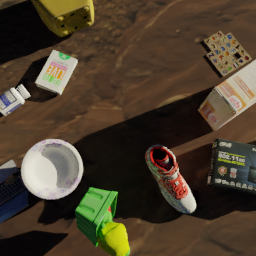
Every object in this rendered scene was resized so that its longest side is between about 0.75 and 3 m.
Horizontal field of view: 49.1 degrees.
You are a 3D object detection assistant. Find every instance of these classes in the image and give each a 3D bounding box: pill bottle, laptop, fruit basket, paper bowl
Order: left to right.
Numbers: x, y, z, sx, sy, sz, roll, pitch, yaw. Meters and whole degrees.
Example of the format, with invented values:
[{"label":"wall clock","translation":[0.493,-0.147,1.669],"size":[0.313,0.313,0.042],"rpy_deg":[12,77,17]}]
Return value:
[{"label":"laptop","translation":[-4.432,2.271,9.395],"size":[1.842,1.140,1.967],"rpy_deg":[-32,78,-9]},{"label":"pill bottle","translation":[-4.324,-1.070,10.479],"size":[1.193,0.714,0.714],"rpy_deg":[-37,78,-9]},{"label":"paper bowl","translation":[-2.547,1.363,9.372],"size":[1.935,1.006,1.935],"rpy_deg":[2,83,-18]},{"label":"fruit basket","translation":[-0.589,2.842,8.195],"size":[1.965,1.965,1.417],"rpy_deg":[28,54,7]}]

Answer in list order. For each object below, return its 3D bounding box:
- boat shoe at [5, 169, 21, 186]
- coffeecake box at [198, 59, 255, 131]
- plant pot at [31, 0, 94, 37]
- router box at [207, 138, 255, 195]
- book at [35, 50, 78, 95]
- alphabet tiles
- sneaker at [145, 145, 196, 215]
[{"label":"boat shoe","translation":[-4.038,1.719,9.876],"size":[0.771,0.293,0.276],"rpy_deg":[-43,80,-11]},{"label":"coffeecake box","translation":[4.153,-1.375,9.743],"size":[2.975,2.284,1.087],"rpy_deg":[-34,78,-8]},{"label":"plant pot","translation":[-2.523,-5.088,10.742],"size":[2.454,2.470,2.527],"rpy_deg":[-23,83,-6]},{"label":"router box","translation":[4.016,1.404,9.849],"size":[2.203,0.684,1.651],"rpy_deg":[11,76,3]},{"label":"book","translation":[-2.777,-2.174,10.989],"size":[1.045,0.376,1.564],"rpy_deg":[22,75,2]},{"label":"alphabet tiles","translation":[3.910,-3.096,11.346],"size":[1.444,0.065,1.728],"rpy_deg":[-32,77,-7]},{"label":"sneaker","translation":[1.446,1.738,9.380],"size":[0.884,1.420,2.649],"rpy_deg":[-31,78,-8]}]
